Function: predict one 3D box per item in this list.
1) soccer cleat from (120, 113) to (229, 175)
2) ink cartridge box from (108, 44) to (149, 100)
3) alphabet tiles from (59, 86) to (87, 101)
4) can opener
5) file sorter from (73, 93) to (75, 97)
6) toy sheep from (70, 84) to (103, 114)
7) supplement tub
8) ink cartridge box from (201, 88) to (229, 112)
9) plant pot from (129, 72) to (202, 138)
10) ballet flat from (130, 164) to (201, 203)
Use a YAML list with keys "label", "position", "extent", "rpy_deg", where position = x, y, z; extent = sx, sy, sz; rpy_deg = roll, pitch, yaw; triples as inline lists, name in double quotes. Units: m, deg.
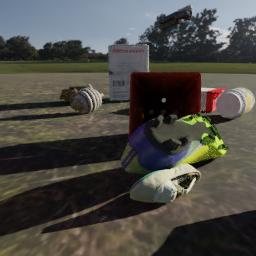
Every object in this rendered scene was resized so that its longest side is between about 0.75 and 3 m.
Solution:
- label: "soccer cleat"
  position: [0.993, 0.365, 5.497]
  extent: [2.916, 1.220, 0.943]
  rpy_deg: [2, 51, -50]
- label: "ink cartridge box"
  position: [0.053, -2.965, 14.999]
  extent: [2.092, 2.866, 1.208]
  rpy_deg: [1, 14, 3]
- label: "alphabet tiles"
  position: [-2.629, -1.685, 13.909]
  extent: [1.415, 0.054, 1.700]
  rpy_deg: [-4, -17, -23]
- label: "can opener"
  position: [1.749, -4.204, 10.664]
  extent: [0.614, 0.486, 1.848]
  rpy_deg: [-5, 4, -29]
- label: "file sorter"
  position: [-2.145, -1.426, 13.622]
  extent: [0.890, 0.546, 0.618]
  rpy_deg: [-5, 14, -21]
- label: "toy sheep"
  position: [-1.630, -1.150, 11.357]
  extent: [1.626, 1.121, 1.121]
  rpy_deg: [-30, 29, -35]
- label: "supplement tub"
  position: [3.985, -0.930, 10.440]
  extent: [1.074, 1.074, 1.484]
  rpy_deg: [11, 17, 37]
- label: "ink cartridge box"
  position: [3.139, -1.291, 12.335]
  extent: [2.604, 0.876, 1.513]
  rpy_deg: [8, 16, 29]
- label: "plant pot"
  position: [0.992, -0.492, 7.627]
  extent: [1.753, 1.751, 1.545]
  rpy_deg: [1, -1, 7]
- label: "ballet flat"
  position: [0.664, 0.888, 4.376]
  extent: [0.508, 0.508, 1.463]
  rpy_deg: [13, 18, 42]
